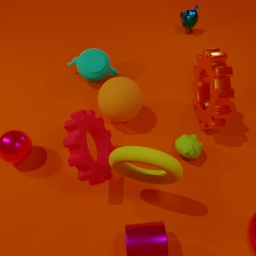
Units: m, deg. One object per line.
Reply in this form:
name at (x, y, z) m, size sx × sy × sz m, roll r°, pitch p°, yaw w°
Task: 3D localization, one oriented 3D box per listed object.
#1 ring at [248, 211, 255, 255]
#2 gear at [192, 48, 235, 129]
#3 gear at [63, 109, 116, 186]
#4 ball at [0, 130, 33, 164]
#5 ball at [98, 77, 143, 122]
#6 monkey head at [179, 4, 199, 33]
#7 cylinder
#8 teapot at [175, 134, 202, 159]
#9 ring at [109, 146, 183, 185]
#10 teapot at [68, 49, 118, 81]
ring at (3.390, 2.312, 5.688) m, size 1.785 × 0.357 × 1.785 m, roll -2°, pitch 46°, yaw 2°
gear at (2.167, -1.013, 7.364) m, size 0.380 × 2.055 × 2.055 m, roll -4°, pitch 51°, yaw -3°
gear at (-0.794, 0.411, 6.202) m, size 0.305 × 1.647 × 1.647 m, roll -17°, pitch 47°, yaw 22°
ball at (-2.796, 0.458, 6.918) m, size 0.833 × 0.833 × 0.833 m, roll 0°, pitch 51°, yaw 0°
ball at (-0.210, -0.770, 7.568) m, size 1.208 × 1.208 × 1.208 m, roll 0°, pitch 51°, yaw 0°
monkey head at (2.317, -4.185, 10.633) m, size 0.627 × 1.040 × 0.748 m, roll -1°, pitch 38°, yaw -13°
cylinder at (0.358, 2.270, 5.491) m, size 0.779 × 0.779 × 0.779 m, roll -5°, pitch 51°, yaw 0°
teapot at (1.572, 0.418, 7.108) m, size 0.693 × 0.546 × 1.115 m, roll 30°, pitch 15°, yaw 5°
ring at (0.334, 0.751, 5.428) m, size 1.443 × 1.443 × 0.289 m, roll 10°, pitch 64°, yaw 8°
teapot at (-1.135, -1.957, 8.914) m, size 1.686 × 0.825 × 1.048 m, roll 14°, pitch 75°, yaw -1°
